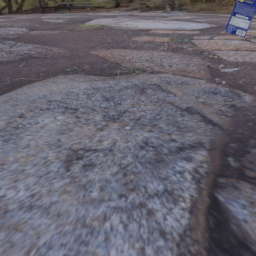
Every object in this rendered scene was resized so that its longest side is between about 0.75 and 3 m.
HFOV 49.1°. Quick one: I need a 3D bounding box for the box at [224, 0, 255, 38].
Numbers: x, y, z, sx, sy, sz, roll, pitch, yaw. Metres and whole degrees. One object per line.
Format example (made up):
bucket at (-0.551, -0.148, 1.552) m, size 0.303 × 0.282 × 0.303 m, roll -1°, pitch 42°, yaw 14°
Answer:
box at (3.197, -3.121, 7.875) m, size 0.597 × 0.986 × 0.160 m, roll 16°, pitch 28°, yaw 0°
